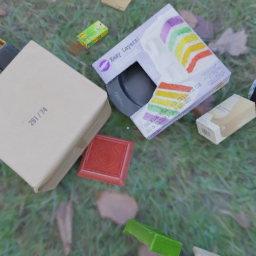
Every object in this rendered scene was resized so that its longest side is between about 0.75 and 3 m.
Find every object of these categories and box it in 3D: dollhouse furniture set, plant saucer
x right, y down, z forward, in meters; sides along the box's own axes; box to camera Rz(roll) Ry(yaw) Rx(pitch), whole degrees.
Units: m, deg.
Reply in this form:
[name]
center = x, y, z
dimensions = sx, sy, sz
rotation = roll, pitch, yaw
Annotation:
[dollhouse furniture set]
center = 1.048, 3.515, 6.586
dimensions = 2.632, 1.321, 1.724
rotation = 28, 75, -20
[plant saucer]
center = -0.613, 0.814, 7.856
dimensions = 1.357, 0.249, 1.354
rotation = 12, 68, 6

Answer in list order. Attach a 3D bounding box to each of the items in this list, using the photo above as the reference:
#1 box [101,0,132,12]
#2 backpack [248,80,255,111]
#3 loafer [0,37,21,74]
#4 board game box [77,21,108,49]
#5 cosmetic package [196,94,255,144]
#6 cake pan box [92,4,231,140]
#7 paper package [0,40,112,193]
[box]
center = -0.371, -4.646, 10.125
dimensions = 0.942, 0.100, 0.770
rotation = 26, 70, 11
[backpack]
center = 4.172, -1.010, 8.152
dimensions = 1.158, 1.059, 0.851
rotation = -10, 48, -8
[loafer]
center = -3.720, -2.064, 8.435
dimensions = 2.995, 1.083, 1.090
rotation = 30, 71, -1
[board game box]
center = -1.188, -3.158, 9.457
dimensions = 0.965, 0.230, 0.490
rotation = -42, 74, -15
[cosmetic package]
center = 2.785, -0.276, 7.968
dimensions = 1.507, 0.536, 0.793
rotation = -34, 38, -13
[cake pan box]
center = 0.837, -1.541, 8.002
dimensions = 2.988, 0.782, 2.752
rotation = -36, 76, 5
[paper package]
center = -2.268, -0.289, 7.365
dimensions = 2.732, 1.483, 2.866
rotation = 36, 81, 9
